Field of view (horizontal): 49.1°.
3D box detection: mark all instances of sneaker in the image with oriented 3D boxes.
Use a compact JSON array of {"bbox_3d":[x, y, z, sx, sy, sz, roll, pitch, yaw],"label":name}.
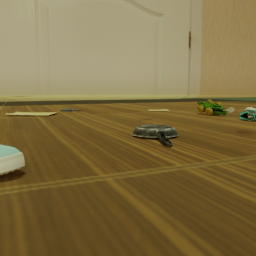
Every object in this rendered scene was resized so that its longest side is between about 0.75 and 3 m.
[{"bbox_3d":[4.577,-0.419,9.955,0.642,0.546,1.407,-19,11,-25],"label":"sneaker"},{"bbox_3d":[-2.466,0.197,3.884,2.170,0.889,0.802,2,9,13],"label":"sneaker"}]

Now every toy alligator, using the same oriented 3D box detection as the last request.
[{"bbox_3d":[3.769,-0.763,12.126,0.707,0.513,2.133,-30,26,-14],"label":"toy alligator"}]

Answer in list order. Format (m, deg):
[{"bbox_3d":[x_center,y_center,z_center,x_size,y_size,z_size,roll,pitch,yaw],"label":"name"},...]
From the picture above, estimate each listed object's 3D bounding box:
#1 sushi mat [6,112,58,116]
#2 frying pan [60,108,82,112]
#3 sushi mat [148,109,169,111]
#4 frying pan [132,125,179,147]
[{"bbox_3d":[-4.189,-0.612,12.253,2.011,0.122,0.962,1,9,7],"label":"sushi mat"},{"bbox_3d":[-2.929,-0.900,14.197,1.056,0.172,0.639,0,8,21],"label":"frying pan"},{"bbox_3d":[1.573,-0.915,14.550,1.077,0.065,0.515,-1,9,-9],"label":"sushi mat"},{"bbox_3d":[0.578,0.128,6.650,1.175,0.316,1.943,2,5,15],"label":"frying pan"}]
